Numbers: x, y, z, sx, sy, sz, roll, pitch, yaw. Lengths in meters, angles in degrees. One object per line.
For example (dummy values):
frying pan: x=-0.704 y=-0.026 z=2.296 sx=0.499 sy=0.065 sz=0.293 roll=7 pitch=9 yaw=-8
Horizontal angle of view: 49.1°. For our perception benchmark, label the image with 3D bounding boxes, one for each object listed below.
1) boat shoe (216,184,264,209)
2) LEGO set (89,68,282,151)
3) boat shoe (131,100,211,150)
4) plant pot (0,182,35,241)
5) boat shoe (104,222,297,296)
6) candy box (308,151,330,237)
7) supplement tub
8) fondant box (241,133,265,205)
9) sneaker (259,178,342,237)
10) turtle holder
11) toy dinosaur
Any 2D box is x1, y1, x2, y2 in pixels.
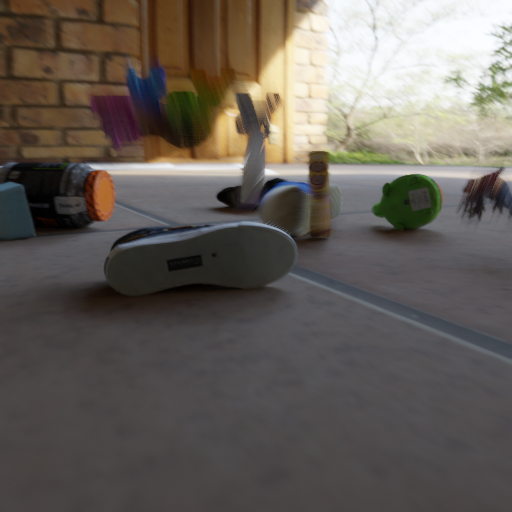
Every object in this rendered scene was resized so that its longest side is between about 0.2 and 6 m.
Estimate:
boat shoe: x=-0.376 y=-1.633 z=15.725 sx=0.669 sy=0.742 sz=2.063 roll=-17 pitch=18 yaw=-35
LEGO set: x=-1.111 y=-2.302 z=9.107 sx=2.863 sy=1.175 sz=1.092 roll=-3 pitch=50 yaw=-7
boat shoe: x=-1.632 y=-2.460 z=10.099 sx=0.679 sy=0.719 sz=1.998 roll=-2 pitch=-4 yaw=37
plant pot: x=-5.127 y=-0.809 z=10.991 sx=1.064 sy=1.045 sz=1.042 roll=-19 pitch=20 yaw=-32
boat shoe: x=-0.761 y=-0.082 z=7.527 sx=2.481 sy=0.878 sz=1.126 roll=-5 pitch=17 yaw=-12
candy box: x=1.228 y=-1.183 z=10.866 sx=0.420 sy=1.489 sz=0.869 roll=-2 pitch=-11 yaw=8
supplement tub: x=-4.441 y=-1.343 z=12.401 sx=2.337 sy=1.432 sz=1.432 roll=2 pitch=12 yaw=9
fondant box: x=-0.055 y=-1.684 z=10.767 sx=0.339 sy=0.841 sz=1.165 roll=7 pitch=49 yaw=-5
sneaker: x=0.530 y=-1.062 z=11.996 sx=1.578 sy=1.089 sz=2.837 roll=4 pitch=16 yaw=35
turtle holder: x=3.366 y=-1.101 z=12.325 sx=1.132 sy=1.594 sz=1.211 roll=-15 pitch=63 yaw=-51
toy dinosaur: x=3.851 y=-1.174 z=9.498 sx=0.939 sy=1.788 sz=1.623 roll=-4 pitch=-29 yaw=20
